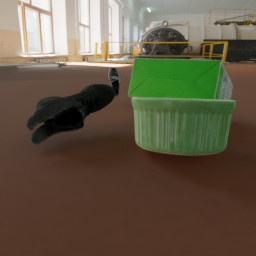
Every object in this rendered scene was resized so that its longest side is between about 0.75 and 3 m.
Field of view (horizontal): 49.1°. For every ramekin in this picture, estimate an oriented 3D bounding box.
[{"bbox_3d":[1.267,-0.119,6.722,2.404,1.174,2.404,2,7,0],"label":"ramekin"}]

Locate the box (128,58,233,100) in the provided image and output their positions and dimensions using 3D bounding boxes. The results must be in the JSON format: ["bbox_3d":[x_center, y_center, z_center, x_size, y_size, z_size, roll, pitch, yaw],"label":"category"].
[{"bbox_3d":[1.878,-1.339,9.603,2.848,1.377,2.513,9,-5,28],"label":"box"}]

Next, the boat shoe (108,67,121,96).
[{"bbox_3d":[-0.602,-2.094,12.615,0.496,1.326,0.410,0,0,-22],"label":"boat shoe"}]

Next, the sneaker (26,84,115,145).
[{"bbox_3d":[-1.433,-0.470,7.860,2.917,0.876,1.521,-17,31,-25],"label":"sneaker"}]
